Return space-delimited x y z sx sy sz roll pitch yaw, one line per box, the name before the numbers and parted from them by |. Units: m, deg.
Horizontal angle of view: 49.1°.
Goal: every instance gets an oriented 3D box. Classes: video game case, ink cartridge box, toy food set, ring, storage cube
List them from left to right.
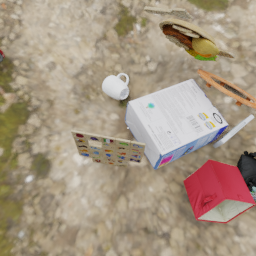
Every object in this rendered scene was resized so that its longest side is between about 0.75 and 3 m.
ink cartridge box | 1.449 -0.226 7.710 2.562 0.978 1.748 -23 66 -19
toy food set | 1.679 -2.479 7.967 1.900 2.752 0.552 31 99 47
storage cube | 2.139 1.530 6.702 1.193 1.020 1.072 16 41 -28
ring | 2.885 -1.028 7.881 2.193 2.193 0.210 34 114 13
video game case | 2.808 0.120 7.558 1.038 1.139 0.125 -40 77 -2

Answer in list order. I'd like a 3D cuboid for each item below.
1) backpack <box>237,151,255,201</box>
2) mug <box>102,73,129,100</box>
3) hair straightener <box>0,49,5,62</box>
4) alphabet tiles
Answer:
backpack | 3.555 1.358 7.212 1.448 0.916 1.208 15 56 10
mug | -0.276 -1.249 8.335 0.710 0.598 0.810 38 101 37
hair straightener | -4.740 -1.803 8.551 1.965 0.402 0.756 -24 32 -2
alphabet tiles | -0.464 0.606 6.959 1.663 1.990 0.075 10 66 2
